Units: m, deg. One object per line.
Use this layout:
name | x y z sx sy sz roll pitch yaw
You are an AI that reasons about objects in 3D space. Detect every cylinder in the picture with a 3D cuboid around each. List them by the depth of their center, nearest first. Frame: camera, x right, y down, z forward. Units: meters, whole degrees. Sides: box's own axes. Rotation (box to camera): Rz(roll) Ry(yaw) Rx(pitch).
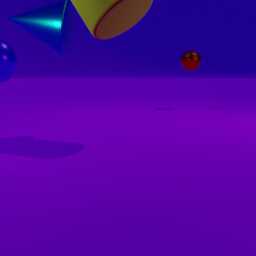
cylinder | -0.413 -2.546 5.149 1.292 1.292 1.292 -31 -3 -2

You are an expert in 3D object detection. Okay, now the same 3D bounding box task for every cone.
cone | -1.898 -2.209 5.903 1.251 1.246 1.246 8 11 -5

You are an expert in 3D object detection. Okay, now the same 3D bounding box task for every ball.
ball | -3.801 -1.886 7.846 1.293 1.293 1.293 0 11 0
ball | 2.722 -2.930 12.151 0.894 0.894 0.894 0 11 0
